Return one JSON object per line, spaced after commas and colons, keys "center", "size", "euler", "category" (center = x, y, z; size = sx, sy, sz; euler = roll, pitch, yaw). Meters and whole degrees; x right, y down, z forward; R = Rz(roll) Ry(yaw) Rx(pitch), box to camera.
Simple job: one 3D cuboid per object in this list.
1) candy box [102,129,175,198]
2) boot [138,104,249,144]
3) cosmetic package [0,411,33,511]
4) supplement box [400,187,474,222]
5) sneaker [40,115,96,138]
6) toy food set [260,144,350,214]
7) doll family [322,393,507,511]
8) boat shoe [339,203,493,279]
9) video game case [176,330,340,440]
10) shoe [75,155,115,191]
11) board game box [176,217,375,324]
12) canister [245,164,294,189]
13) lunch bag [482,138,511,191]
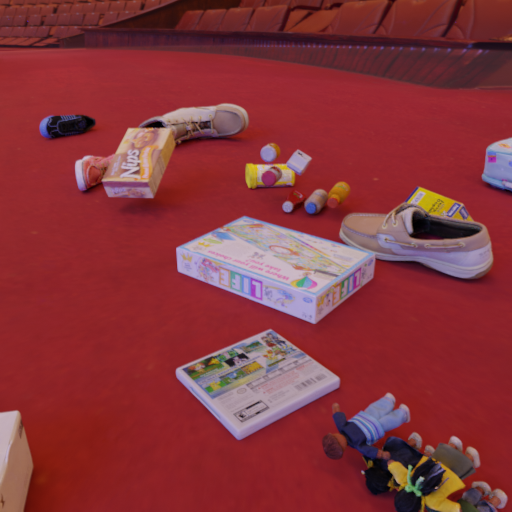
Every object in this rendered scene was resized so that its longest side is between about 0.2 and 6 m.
{"center": [-2.283, -1.854, 11.044], "size": [0.945, 0.453, 1.637], "euler": [2, 50, 12], "category": "candy box"}
{"center": [-1.761, -3.645, 15.790], "size": [2.677, 0.965, 2.071], "euler": [7, 25, 28], "category": "boot"}
{"center": [-2.780, 1.888, 4.374], "size": [1.785, 0.724, 1.007], "euler": [-3, 26, -9], "category": "cosmetic package"}
{"center": [3.108, -0.685, 9.718], "size": [0.583, 0.579, 1.064], "euler": [-51, 38, -2], "category": "supplement box"}
{"center": [-5.595, -3.920, 16.737], "size": [0.712, 0.641, 1.828], "euler": [3, 23, 25], "category": "sneaker"}
{"center": [0.783, -1.397, 10.917], "size": [1.921, 0.917, 0.865], "euler": [34, 31, 5], "category": "toy food set"}
{"center": [1.256, 1.801, 4.751], "size": [0.935, 0.635, 1.618], "euler": [-22, 28, -31], "category": "doll family"}
{"center": [2.450, -0.402, 8.800], "size": [2.490, 0.826, 0.921], "euler": [14, 45, 33], "category": "boat shoe"}
{"center": [0.008, 1.348, 6.173], "size": [1.359, 0.150, 1.239], "euler": [-18, 31, -32], "category": "video game case"}
{"center": [-3.504, -1.921, 12.530], "size": [0.782, 0.614, 1.719], "euler": [-7, 22, -4], "category": "shoe"}
{"center": [0.280, 0.103, 8.468], "size": [2.502, 0.428, 1.682], "euler": [19, 31, 34], "category": "board game box"}
{"center": [0.304, -1.790, 12.490], "size": [0.995, 0.431, 0.739], "euler": [-2, 25, -8], "category": "canister"}
{"center": [6.291, -1.925, 12.171], "size": [2.436, 0.939, 1.954], "euler": [-17, 33, -31], "category": "lunch bag"}
